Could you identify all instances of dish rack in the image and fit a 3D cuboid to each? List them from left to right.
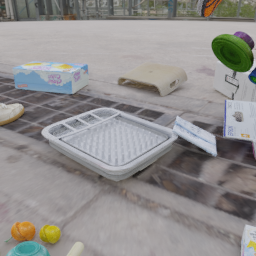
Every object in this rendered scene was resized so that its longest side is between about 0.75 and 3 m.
[{"bbox_3d":[-0.385,0.291,5.949,2.404,0.523,2.063,20,31,37],"label":"dish rack"}]

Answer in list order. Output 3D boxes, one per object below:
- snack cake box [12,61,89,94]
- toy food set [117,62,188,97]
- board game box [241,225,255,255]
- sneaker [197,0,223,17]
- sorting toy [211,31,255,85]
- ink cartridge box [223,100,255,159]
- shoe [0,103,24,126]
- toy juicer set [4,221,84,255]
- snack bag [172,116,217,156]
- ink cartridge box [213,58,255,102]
[{"bbox_3d":[-2.807,-1.909,10.354,2.373,0.797,1.365,7,25,15],"label":"snack cake box"},{"bbox_3d":[0.881,-1.799,10.498,2.207,0.667,1.583,20,44,39],"label":"toy food set"},{"bbox_3d":[2.153,1.787,2.949,1.813,0.310,1.219,10,27,20],"label":"board game box"},{"bbox_3d":[2.465,-3.207,5.953,1.403,2.504,0.971,26,66,4],"label":"sneaker"},{"bbox_3d":[2.566,-1.449,5.311,0.768,1.124,1.870,-48,44,-5],"label":"sorting toy"},{"bbox_3d":[3.507,0.046,6.465,2.536,0.549,2.490,6,25,18],"label":"ink cartridge box"},{"bbox_3d":[-3.559,-0.349,7.321,0.679,0.518,1.942,15,29,29],"label":"shoe"},{"bbox_3d":[-1.098,1.571,3.432,1.456,0.396,0.927,9,10,30],"label":"toy juicer set"},{"bbox_3d":[1.465,0.135,6.119,1.060,0.120,1.124,30,21,7],"label":"snack bag"},{"bbox_3d":[4.201,-1.460,9.067,1.830,1.057,2.507,-5,25,-10],"label":"ink cartridge box"}]
